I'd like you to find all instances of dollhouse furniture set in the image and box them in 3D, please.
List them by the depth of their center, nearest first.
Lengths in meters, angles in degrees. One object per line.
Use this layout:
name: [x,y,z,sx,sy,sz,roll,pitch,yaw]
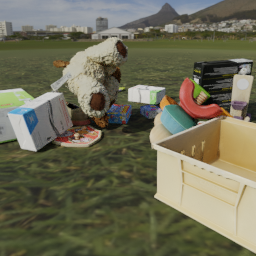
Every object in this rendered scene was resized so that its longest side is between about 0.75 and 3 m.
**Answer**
dollhouse furniture set: [3.271,-1.264,10.776,2.889,2.050,2.289,10,22,25]

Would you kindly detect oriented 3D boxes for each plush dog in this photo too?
plush dog: [-1.160,-1.472,9.930,2.319,2.890,2.482,9,-23,24]

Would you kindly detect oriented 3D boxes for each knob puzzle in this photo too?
knob puzzle: [-1.676,0.216,9.339,1.920,0.266,1.920,0,20,0]

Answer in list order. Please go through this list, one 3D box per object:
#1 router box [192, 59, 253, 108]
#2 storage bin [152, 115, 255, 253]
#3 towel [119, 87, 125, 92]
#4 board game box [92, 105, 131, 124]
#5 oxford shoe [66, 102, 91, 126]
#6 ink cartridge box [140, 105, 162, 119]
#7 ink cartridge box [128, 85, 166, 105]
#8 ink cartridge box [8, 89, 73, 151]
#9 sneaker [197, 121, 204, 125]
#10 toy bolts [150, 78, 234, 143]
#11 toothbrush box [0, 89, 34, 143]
router box: [3.614,-1.689,10.861,2.404,1.793,0.614,-9,24,-22]
storage bin: [2.443,0.919,5.898,2.790,1.308,2.770,-17,26,-40]
towel: [-1.077,-2.159,15.952,1.216,0.193,1.693,12,24,32]
board game box: [-0.617,-0.593,11.364,1.358,0.388,1.387,2,20,8]
oxford shoe: [-2.345,-0.621,10.745,2.184,0.817,0.769,6,19,28]
ink cartridge box: [0.930,-0.711,11.759,0.653,0.366,0.958,-7,19,-20]
ink cartridge box: [0.932,-1.664,13.913,1.550,0.651,1.128,11,23,28]
ink cartridge box: [-2.560,-0.349,8.910,0.712,1.236,2.134,4,30,32]
sneaker: [2.926,-0.050,10.142,0.826,0.318,0.351,-5,35,2]
toy bolts: [1.920,-0.033,8.527,2.815,2.044,2.947,47,18,12]
toothbrush box: [-4.431,-0.511,9.942,2.034,1.202,2.793,-13,25,-30]
